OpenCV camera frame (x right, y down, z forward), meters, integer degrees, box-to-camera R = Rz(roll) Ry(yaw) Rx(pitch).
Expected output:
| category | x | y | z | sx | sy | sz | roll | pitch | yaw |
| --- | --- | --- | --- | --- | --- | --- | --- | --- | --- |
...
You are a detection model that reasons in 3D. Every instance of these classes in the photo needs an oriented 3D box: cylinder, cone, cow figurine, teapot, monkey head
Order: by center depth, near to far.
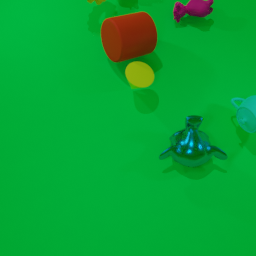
| category | x | y | z | sx | sy | sz | roll | pitch | yaw |
| --- | --- | --- | --- | --- | --- | --- | --- | --- | --- |
| monkey head | 1.835 | 0.423 | 7.984 | 1.942 | 1.397 | 1.170 | 0 | 48 | -1 |
| teapot | 3.635 | -0.289 | 8.021 | 0.884 | 1.123 | 1.806 | -24 | 53 | -14 |
| cone | 0.249 | -1.463 | 8.868 | 0.910 | 0.913 | 0.910 | 6 | 67 | -14 |
| cylinder | 0.022 | -2.954 | 9.106 | 1.364 | 1.364 | 1.364 | -22 | 70 | -25 |
| cow figurine | 2.285 | -4.228 | 10.022 | 1.260 | 0.691 | 1.240 | 31 | 62 | 32 |

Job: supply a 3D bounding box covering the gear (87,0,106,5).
| category | x | y | z | sx | sy | sz | roll | pitch | yaw |
| --- | --- | --- | --- | --- | --- | --- | --- | --- | --- |
| gear | -1.264 | -4.998 | 9.560 | 1.497 | 0.277 | 1.497 | 13 | 69 | -37 |
